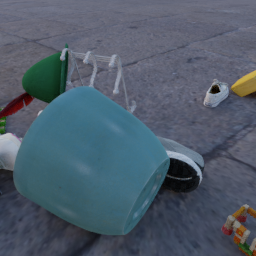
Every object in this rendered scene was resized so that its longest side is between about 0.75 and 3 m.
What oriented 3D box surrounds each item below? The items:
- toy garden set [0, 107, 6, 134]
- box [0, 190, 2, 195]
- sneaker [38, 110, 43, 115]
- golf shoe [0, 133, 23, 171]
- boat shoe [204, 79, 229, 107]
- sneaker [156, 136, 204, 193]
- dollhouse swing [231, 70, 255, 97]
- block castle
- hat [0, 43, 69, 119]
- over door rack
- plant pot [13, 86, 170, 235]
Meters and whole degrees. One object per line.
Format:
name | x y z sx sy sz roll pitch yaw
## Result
toy garden set | -4.870 -0.279 9.384 1.412 0.338 1.693 -10 33 -15
box | -3.799 1.116 6.079 0.875 1.466 1.490 24 39 35
sneaker | -1.620 0.229 8.163 2.279 0.826 1.299 2 52 2
golf shoe | -3.524 0.712 7.288 2.910 1.096 1.332 16 42 37
boat shoe | 3.486 -1.523 10.946 0.690 0.796 1.867 22 38 30
sneaker | 0.551 0.670 7.340 2.993 1.106 1.187 23 29 22
dollhouse swing | 5.374 -1.563 11.507 1.446 1.399 1.591 -28 6 46
block castle | 2.483 2.099 5.413 0.765 0.537 1.145 -20 39 -35
hat | -3.396 -1.655 9.392 2.539 2.389 2.885 5 49 -11
over door rack | -0.916 -1.327 9.003 1.892 2.561 0.853 14 63 23
plant pot | -0.472 0.812 5.669 2.154 2.684 2.684 29 40 19
